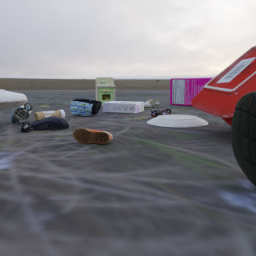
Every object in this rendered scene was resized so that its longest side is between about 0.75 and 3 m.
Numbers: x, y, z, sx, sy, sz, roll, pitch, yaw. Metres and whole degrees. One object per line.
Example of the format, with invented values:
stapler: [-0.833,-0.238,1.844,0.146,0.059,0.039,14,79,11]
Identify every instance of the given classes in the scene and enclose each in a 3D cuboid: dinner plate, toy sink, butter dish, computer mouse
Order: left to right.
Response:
computer mouse: [-2.150,-0.131,7.281,1.224,0.323,0.847,-3,9,-19]
toy sink: [-1.165,-1.884,14.477,0.969,1.487,0.833,-1,9,-9]
dinner plate: [1.474,-0.239,8.393,1.805,0.219,1.805,-1,8,0]
butter dish: [3.122,-0.678,6.386,2.540,1.877,2.533,-40,14,3]

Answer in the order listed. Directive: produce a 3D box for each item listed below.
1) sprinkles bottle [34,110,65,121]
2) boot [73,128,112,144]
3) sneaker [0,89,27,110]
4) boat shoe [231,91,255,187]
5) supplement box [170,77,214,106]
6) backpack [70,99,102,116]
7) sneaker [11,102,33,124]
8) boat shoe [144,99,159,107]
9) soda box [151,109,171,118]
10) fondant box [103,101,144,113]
sprinkles bottle: [-2.484,-0.388,8.886,0.935,0.319,0.319,-8,12,-40]
boot: [-0.707,0.168,5.690,0.796,0.299,0.427,8,5,11]
sneaker: [-3.925,-0.974,7.796,2.077,0.919,0.781,-5,-13,-25]
boat shoe: [2.053,0.326,2.628,1.071,1.097,2.900,4,16,-12]
supplement box: [3.771,-1.914,14.653,2.903,1.500,1.469,10,15,42]
backpack: [-1.583,-0.756,10.168,1.043,0.802,0.851,20,15,3]
sneaker: [-3.340,-0.379,8.672,0.527,0.464,1.181,-39,17,15]
boat shoe: [1.058,-1.234,13.834,1.185,0.405,0.443,-8,12,-41]
soda box: [1.189,-0.531,9.958,0.811,0.257,0.287,-9,14,-43]
fondant box: [-0.175,-0.869,11.558,1.435,0.418,1.035,3,9,22]
